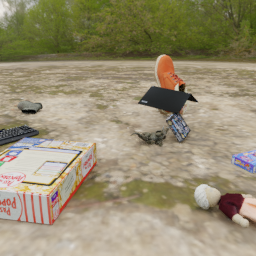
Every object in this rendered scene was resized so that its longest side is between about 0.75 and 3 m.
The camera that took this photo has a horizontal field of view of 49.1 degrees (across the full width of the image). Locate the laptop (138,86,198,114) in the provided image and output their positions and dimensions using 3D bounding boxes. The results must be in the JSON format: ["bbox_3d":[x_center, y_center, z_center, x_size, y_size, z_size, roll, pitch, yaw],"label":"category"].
[{"bbox_3d":[1.591,-0.983,10.754,1.655,0.964,1.867,17,-2,28],"label":"laptop"}]

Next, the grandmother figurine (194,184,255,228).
[{"bbox_3d":[2.192,1.497,5.371,1.833,0.555,1.112,11,7,26],"label":"grandmother figurine"}]

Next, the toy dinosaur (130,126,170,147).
[{"bbox_3d":[0.781,0.322,9.382,1.475,0.568,0.755,-10,7,-11],"label":"toy dinosaur"}]

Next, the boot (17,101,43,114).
[{"bbox_3d":[-4.903,-0.972,13.516,1.378,0.467,0.900,2,23,12],"label":"boot"}]

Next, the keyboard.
[{"bbox_3d":[-4.383,0.249,9.835,1.289,0.275,2.146,13,21,36],"label":"keyboard"}]

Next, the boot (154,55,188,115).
[{"bbox_3d":[1.998,-2.098,12.490,1.045,2.786,1.494,2,-12,-32],"label":"boot"}]

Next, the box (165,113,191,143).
[{"bbox_3d":[1.750,-0.078,9.703,0.227,0.913,0.906,-31,6,36],"label":"box"}]

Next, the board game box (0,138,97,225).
[{"bbox_3d":[-2.185,1.028,6.604,2.165,0.662,2.858,3,18,11],"label":"board game box"}]

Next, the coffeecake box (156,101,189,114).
[{"bbox_3d":[2.209,-1.106,13.780,1.384,0.506,1.062,8,19,24],"label":"coffeecake box"}]

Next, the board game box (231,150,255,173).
[{"bbox_3d":[3.546,0.898,7.744,1.094,0.245,0.736,-8,19,-24],"label":"board game box"}]
